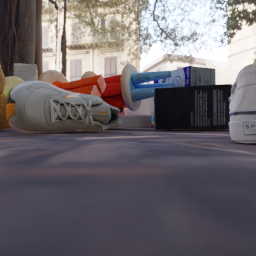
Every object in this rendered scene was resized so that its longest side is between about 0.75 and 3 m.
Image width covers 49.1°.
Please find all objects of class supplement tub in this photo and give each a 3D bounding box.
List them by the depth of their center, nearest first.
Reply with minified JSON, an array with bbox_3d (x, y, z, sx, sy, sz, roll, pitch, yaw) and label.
[{"bbox_3d":[0.898,-0.760,10.456,1.353,1.353,1.870,1,4,38],"label":"supplement tub"}]

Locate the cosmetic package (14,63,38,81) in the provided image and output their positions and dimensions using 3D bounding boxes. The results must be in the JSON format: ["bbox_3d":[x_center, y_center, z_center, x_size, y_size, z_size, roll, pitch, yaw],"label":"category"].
[{"bbox_3d":[-4.071,-1.255,11.249,0.859,2.411,1.223,0,1,-17],"label":"cosmetic package"}]

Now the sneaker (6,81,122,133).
[{"bbox_3d":[-0.637,-0.220,3.326,0.738,0.608,1.605,5,4,28],"label":"sneaker"}]

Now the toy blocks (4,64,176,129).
[{"bbox_3d":[-0.652,-0.677,5.386,2.809,1.020,2.341,-5,7,22],"label":"toy blocks"}]

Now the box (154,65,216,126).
[{"bbox_3d":[1.211,-0.611,6.182,0.721,1.263,1.374,-1,1,-26],"label":"box"}]

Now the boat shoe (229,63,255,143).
[{"bbox_3d":[0.962,-0.152,1.943,0.494,0.448,1.343,0,1,21],"label":"boat shoe"}]

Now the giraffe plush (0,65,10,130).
[{"bbox_3d":[-3.139,-0.765,4.012,2.037,2.167,2.512,-25,24,-30],"label":"giraffe plush"}]

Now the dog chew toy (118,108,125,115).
[{"bbox_3d":[0.064,-0.655,11.617,1.188,1.188,1.909,0,-9,27],"label":"dog chew toy"}]

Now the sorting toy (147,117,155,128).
[{"bbox_3d":[1.072,-0.166,8.160,1.326,0.321,2.354,0,1,-9],"label":"sorting toy"}]

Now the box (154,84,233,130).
[{"bbox_3d":[1.181,-0.315,4.763,1.189,0.698,1.170,0,1,24],"label":"box"}]

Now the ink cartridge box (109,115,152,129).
[{"bbox_3d":[-0.464,-0.119,5.766,1.380,0.324,1.364,-3,3,-34],"label":"ink cartridge box"}]
